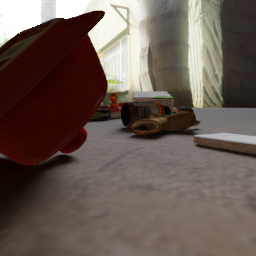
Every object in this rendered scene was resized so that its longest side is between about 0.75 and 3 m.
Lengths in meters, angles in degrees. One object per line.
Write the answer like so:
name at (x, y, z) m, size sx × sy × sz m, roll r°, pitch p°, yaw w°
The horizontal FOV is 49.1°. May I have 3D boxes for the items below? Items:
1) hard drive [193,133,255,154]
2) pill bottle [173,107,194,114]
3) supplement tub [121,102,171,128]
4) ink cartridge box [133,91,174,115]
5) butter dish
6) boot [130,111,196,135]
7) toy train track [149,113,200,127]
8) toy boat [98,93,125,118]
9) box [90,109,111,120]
hard drive at (2.403, 0.303, 6.007) m, size 1.103 × 0.220 × 1.673 m, roll -3°, pitch 6°, yaw -31°
pill bottle at (2.775, -0.729, 14.452) m, size 0.722 × 0.722 × 1.359 m, roll 5°, pitch 8°, yaw 42°
supplement tub at (0.727, -0.529, 10.880) m, size 1.866 × 0.998 × 0.998 m, roll -2°, pitch 6°, yaw -26°
ink cartridge box at (1.140, -1.149, 13.560) m, size 1.789 × 1.033 × 2.459 m, roll 1°, pitch 14°, yaw 0°
butter dish at (-1.484, -0.370, 4.791) m, size 2.790 × 2.062 × 2.782 m, roll 11°, pitch 56°, yaw 50°
boot at (1.177, -0.120, 8.809) m, size 1.637 × 0.618 × 1.870 m, roll -12°, pitch -1°, yaw 24°
toy train track at (1.716, -0.232, 10.150) m, size 1.920 × 0.312 × 1.101 m, roll 9°, pitch -26°, yaw -13°
toy boat at (-0.855, -1.446, 17.627) m, size 1.544 × 1.547 × 2.366 m, roll 4°, pitch 7°, yaw 37°
box at (-2.528, -0.771, 15.661) m, size 2.099 × 0.580 × 2.621 m, roll -4°, pitch 7°, yaw -38°
